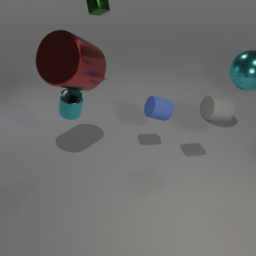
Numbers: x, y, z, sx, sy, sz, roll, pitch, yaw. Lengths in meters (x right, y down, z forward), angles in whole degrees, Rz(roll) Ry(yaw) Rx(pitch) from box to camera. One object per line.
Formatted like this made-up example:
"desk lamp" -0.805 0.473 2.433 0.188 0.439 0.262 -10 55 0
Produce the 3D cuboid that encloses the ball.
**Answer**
"ball" 4.263 -1.986 9.758 1.400 1.400 1.400 0 30 0

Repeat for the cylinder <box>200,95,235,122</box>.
"cylinder" 2.564 -0.552 8.077 0.700 0.700 0.700 5 27 -22

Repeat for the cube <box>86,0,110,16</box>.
"cube" -1.322 -5.452 12.374 0.700 0.700 0.700 -6 8 42

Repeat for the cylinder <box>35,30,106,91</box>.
"cylinder" -1.505 -1.762 7.607 1.400 1.400 1.400 13 6 21

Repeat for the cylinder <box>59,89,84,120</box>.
"cylinder" -1.745 -0.726 8.562 0.700 0.700 0.700 9 47 -10

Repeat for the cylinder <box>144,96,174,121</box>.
"cylinder" 0.991 -0.635 9.061 0.700 0.700 0.700 11 24 -26
